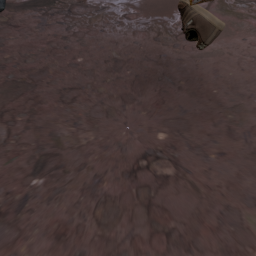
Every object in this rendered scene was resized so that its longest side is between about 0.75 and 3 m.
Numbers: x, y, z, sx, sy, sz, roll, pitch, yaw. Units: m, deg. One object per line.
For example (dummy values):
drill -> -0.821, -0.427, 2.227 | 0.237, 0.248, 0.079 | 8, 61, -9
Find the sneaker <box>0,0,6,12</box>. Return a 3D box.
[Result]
sneaker -> -3.012, -3.474, 6.329 | 0.668, 1.579, 0.588 | -3, 10, 25

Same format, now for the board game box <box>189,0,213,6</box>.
board game box -> 1.958, -2.756, 5.362 | 1.097, 0.335, 1.448 | -17, 16, -8

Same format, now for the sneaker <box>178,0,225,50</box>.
sneaker -> 1.801, -3.001, 7.953 | 0.836, 0.897, 2.375 | 24, 26, -26
